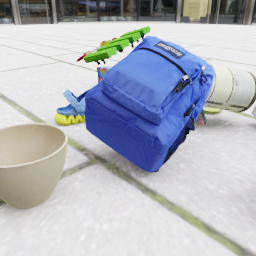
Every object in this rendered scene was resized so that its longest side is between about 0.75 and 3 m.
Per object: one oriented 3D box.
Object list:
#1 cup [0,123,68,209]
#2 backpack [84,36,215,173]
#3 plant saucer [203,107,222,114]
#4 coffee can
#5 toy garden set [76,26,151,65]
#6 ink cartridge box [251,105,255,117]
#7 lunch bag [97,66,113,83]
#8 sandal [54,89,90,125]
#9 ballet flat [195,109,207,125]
[{"bbox_3d":[-2.045,0.820,5.597,1.775,1.270,1.775,0,26,0],"label":"cup"},{"bbox_3d":[0.744,-0.818,6.593,2.333,2.409,2.871,37,56,12],"label":"backpack"},{"bbox_3d":[3.021,-0.706,10.216,0.880,0.137,0.880,0,26,0],"label":"plant saucer"},{"bbox_3d":[2.837,-1.234,8.620,1.828,1.338,1.338,6,21,-27],"label":"coffee can"},{"bbox_3d":[-0.402,-1.749,6.332,1.349,0.323,1.619,0,33,41],"label":"toy garden set"},{"bbox_3d":[4.731,-0.570,7.715,1.040,1.784,2.465,17,23,-10],"label":"ink cartridge box"},{"bbox_3d":[-0.207,-2.356,12.922,1.709,1.068,2.270,5,16,17],"label":"lunch bag"},{"bbox_3d":[-1.204,-0.793,9.320,2.493,1.085,0.991,-9,24,-22],"label":"sandal"},{"bbox_3d":[2.151,-0.935,9.528,0.775,0.753,2.178,-9,53,14],"label":"ballet flat"}]
